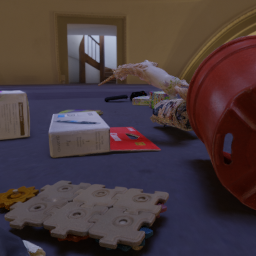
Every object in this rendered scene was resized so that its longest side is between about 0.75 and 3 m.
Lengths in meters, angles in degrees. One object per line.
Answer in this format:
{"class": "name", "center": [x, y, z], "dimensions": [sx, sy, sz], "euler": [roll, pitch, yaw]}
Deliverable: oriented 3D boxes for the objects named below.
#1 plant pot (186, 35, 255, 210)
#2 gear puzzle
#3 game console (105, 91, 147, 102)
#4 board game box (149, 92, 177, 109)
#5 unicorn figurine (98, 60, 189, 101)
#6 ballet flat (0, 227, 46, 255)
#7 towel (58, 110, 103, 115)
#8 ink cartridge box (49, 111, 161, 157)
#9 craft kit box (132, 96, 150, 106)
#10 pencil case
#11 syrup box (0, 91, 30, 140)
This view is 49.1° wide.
{"class": "plant pot", "center": [1.825, -0.096, 3.678], "dimensions": [2.127, 2.127, 2.069], "euler": [2, 19, 12]}
{"class": "gear puzzle", "center": [-0.643, 0.876, 2.924], "dimensions": [2.000, 0.262, 1.036], "euler": [1, 12, 23]}
{"class": "game console", "center": [-0.137, -1.728, 15.942], "dimensions": [2.413, 0.291, 1.423], "euler": [-8, -3, -4]}
{"class": "board game box", "center": [1.517, -1.177, 12.208], "dimensions": [0.772, 0.758, 1.471], "euler": [-3, 11, -14]}
{"class": "unicorn figurine", "center": [0.542, -1.100, 6.177], "dimensions": [1.927, 0.712, 1.324], "euler": [16, 15, 22]}
{"class": "ballet flat", "center": [-0.623, 0.995, 1.554], "dimensions": [0.628, 0.628, 1.720], "euler": [-8, 7, -35]}
{"class": "towel", "center": [-1.758, -0.549, 10.512], "dimensions": [1.502, 0.171, 1.078], "euler": [1, 11, 10]}
{"class": "ink cartridge box", "center": [-0.652, 0.030, 6.461], "dimensions": [2.165, 0.549, 2.457], "euler": [-4, 12, -13]}
{"class": "craft kit box", "center": [1.329, -1.408, 14.482], "dimensions": [1.736, 0.421, 1.715], "euler": [4, 14, 21]}
{"class": "pencil case", "center": [1.233, -0.351, 7.333], "dimensions": [0.859, 0.748, 1.922], "euler": [-45, 11, -5]}
{"class": "syrup box", "center": [-3.813, -0.277, 6.488], "dimensions": [2.797, 1.139, 1.101], "euler": [-7, 13, -27]}
